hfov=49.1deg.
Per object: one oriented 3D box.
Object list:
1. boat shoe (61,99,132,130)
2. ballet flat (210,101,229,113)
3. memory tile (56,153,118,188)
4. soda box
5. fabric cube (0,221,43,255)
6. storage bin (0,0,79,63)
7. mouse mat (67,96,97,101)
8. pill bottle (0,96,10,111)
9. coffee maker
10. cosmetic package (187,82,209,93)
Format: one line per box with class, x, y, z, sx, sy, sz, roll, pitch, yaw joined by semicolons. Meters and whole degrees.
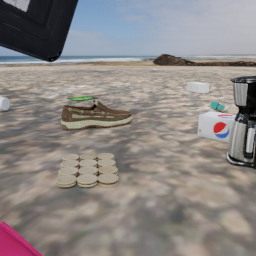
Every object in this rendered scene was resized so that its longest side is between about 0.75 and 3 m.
boat shoe;-0.891;-0.459;8.466;2.219;0.821;0.820;-7;17;-24
ballet flat;3.545;-0.784;10.829;0.320;0.346;1.026;25;12;-18
memory tile;-0.746;0.770;5.288;1.097;0.120;1.431;-2;15;-6
soda box;2.756;0.044;7.012;1.932;0.615;0.658;14;20;42
fabric cube;-0.788;1.331;1.214;1.142;1.164;1.160;12;19;41
storage bin;-2.403;-2.585;5.220;1.353;1.951;2.885;23;9;23
mouse mat;-2.198;-1.444;13.628;1.260;0.047;1.014;-15;21;-42
pill bottle;-5.102;-0.933;10.587;1.143;0.642;0.642;4;16;16
coffee maker;2.870;-0.153;5.558;1.681;1.750;1.179;0;16;0
cosmetic package;3.937;-2.287;15.806;0.668;0.527;1.242;-4;14;-22
